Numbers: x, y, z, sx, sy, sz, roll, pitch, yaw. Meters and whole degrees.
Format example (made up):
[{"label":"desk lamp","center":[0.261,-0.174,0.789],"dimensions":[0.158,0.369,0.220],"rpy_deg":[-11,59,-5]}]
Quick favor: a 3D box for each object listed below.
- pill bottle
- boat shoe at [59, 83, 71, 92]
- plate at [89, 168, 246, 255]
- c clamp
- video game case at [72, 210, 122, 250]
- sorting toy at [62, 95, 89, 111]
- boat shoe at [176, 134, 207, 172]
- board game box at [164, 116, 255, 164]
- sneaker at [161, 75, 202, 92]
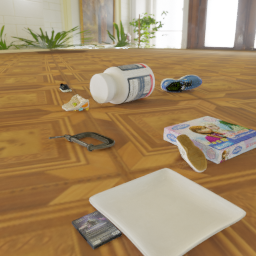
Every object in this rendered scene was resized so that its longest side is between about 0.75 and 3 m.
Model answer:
[{"label":"pill bottle","center":[-0.268,-2.021,12.946],"dimensions":[2.826,1.690,1.690],"rpy_deg":[-18,27,-41]},{"label":"boat shoe","center":[-3.487,-2.225,15.477],"dimensions":[0.439,0.367,1.178],"rpy_deg":[-11,24,-32]},{"label":"plate","center":[0.659,1.527,5.149],"dimensions":[2.081,0.337,2.086],"rpy_deg":[-15,25,-33]},{"label":"c clamp","center":[-1.302,0.408,8.497],"dimensions":[1.698,0.230,1.450],"rpy_deg":[15,20,39]},{"label":"video game case","center":[-0.560,1.756,4.911],"dimensions":[0.563,0.075,0.788],"rpy_deg":[-14,23,-34]},{"label":"sorting toy","center":[-2.253,-0.948,11.816],"dimensions":[0.937,0.556,1.040],"rpy_deg":[-20,28,-27]},{"label":"boat shoe","center":[1.648,0.709,7.280],"dimensions":[0.449,0.440,1.268],"rpy_deg":[-14,43,-9]},{"label":"board game box","center":[2.551,0.253,8.523],"dimensions":[2.087,0.429,2.082],"rpy_deg":[-14,24,-34]},{"label":"sneaker","center":[2.967,-2.284,15.162],"dimensions":[2.236,0.878,0.997],"rpy_deg":[-11,28,-5]}]
